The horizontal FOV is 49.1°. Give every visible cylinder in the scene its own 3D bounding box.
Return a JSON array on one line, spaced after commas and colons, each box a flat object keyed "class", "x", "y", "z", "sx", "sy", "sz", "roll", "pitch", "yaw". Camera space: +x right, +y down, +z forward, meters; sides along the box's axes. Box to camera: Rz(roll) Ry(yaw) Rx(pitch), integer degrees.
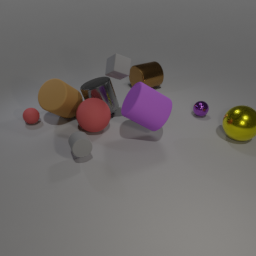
[{"class": "cylinder", "x": -1.650, "y": 0.557, "z": 9.669, "sx": 0.700, "sy": 0.700, "sz": 0.700, "roll": -11, "pitch": 26, "yaw": -18}, {"class": "cylinder", "x": 0.994, "y": -2.835, "z": 15.324, "sx": 1.400, "sy": 1.400, "sz": 1.400, "roll": -18, "pitch": 35, "yaw": -28}, {"class": "cylinder", "x": -2.872, "y": -1.238, "z": 12.021, "sx": 1.400, "sy": 1.400, "sz": 1.400, "roll": 13, "pitch": -6, "yaw": 21}, {"class": "cylinder", "x": -1.261, "y": -1.401, "z": 12.606, "sx": 1.400, "sy": 1.400, "sz": 1.400, "roll": -15, "pitch": 27, "yaw": 8}, {"class": "cylinder", "x": 0.685, "y": -0.785, "z": 10.441, "sx": 1.400, "sy": 1.400, "sz": 1.400, "roll": 27, "pitch": 24, "yaw": -20}]

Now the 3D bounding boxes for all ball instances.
[{"class": "ball", "x": -1.406, "y": -0.527, "z": 11.435, "sx": 1.400, "sy": 1.400, "sz": 1.400, "roll": 0, "pitch": 31, "yaw": 0}, {"class": "ball", "x": 3.299, "y": -0.876, "z": 12.668, "sx": 0.700, "sy": 0.700, "sz": 0.700, "roll": 0, "pitch": 31, "yaw": 0}, {"class": "ball", "x": -4.184, "y": -0.528, "z": 12.106, "sx": 0.700, "sy": 0.700, "sz": 0.700, "roll": 0, "pitch": 31, "yaw": 0}, {"class": "ball", "x": 4.408, "y": -0.183, "z": 10.891, "sx": 1.400, "sy": 1.400, "sz": 1.400, "roll": 0, "pitch": 31, "yaw": 0}]

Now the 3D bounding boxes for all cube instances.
[{"class": "cube", "x": -0.385, "y": -2.347, "z": 10.783, "sx": 0.700, "sy": 0.700, "sz": 0.700, "roll": 12, "pitch": -11, "yaw": -32}]
